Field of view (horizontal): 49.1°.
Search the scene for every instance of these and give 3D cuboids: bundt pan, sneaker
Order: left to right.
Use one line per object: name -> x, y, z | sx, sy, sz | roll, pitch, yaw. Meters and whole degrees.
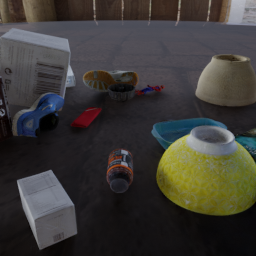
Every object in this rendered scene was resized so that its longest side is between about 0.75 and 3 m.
sneaker -> -2.692, -0.360, 9.278 | 1.100, 0.969, 2.467 | 17, 34, 7
sneaker -> -0.842, -2.213, 13.101 | 2.567, 0.971, 1.125 | -1, 13, -15
bundt pan -> -0.262, -1.500, 11.893 | 1.218, 0.457, 1.218 | 0, 26, 0

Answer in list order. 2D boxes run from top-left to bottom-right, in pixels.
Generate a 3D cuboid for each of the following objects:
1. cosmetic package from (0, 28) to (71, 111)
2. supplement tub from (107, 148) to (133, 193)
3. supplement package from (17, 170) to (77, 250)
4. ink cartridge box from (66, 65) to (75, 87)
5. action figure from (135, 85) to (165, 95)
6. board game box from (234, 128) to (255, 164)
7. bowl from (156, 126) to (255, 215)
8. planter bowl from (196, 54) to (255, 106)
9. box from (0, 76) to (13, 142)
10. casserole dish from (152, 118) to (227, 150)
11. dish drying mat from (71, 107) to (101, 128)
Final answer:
cosmetic package -> -3.640, -2.382, 11.052 | 2.350, 2.348, 2.849 | 7, 23, -18
supplement tub -> -0.183, 1.005, 6.589 | 0.616, 0.616, 1.152 | 0, 26, 0
supplement package -> -1.584, 1.510, 5.422 | 0.741, 0.713, 1.302 | -15, 30, -28
ink cartridge box -> -4.032, -2.428, 13.788 | 2.660, 0.629, 2.129 | -11, 28, -11
action figure -> 1.026, -1.767, 12.640 | 1.433, 0.370, 0.469 | -10, 22, -24
board game box -> 4.123, 0.798, 7.267 | 1.878, 0.391, 2.777 | -18, 31, -32
bowl -> 1.865, 0.704, 6.462 | 2.371, 1.276, 2.371 | 0, 25, 0
planter bowl -> 4.240, -2.157, 11.872 | 2.524, 1.699, 2.524 | 0, 25, 0
box -> -5.037, -0.548, 8.216 | 2.387, 1.980, 1.960 | 17, 31, 31
casserole dish -> 1.838, 0.217, 8.402 | 2.335, 0.453, 1.414 | -6, 26, -14
dish drying mat -> -1.467, -0.409, 10.036 | 0.591, 0.140, 1.540 | 7, 27, 13
